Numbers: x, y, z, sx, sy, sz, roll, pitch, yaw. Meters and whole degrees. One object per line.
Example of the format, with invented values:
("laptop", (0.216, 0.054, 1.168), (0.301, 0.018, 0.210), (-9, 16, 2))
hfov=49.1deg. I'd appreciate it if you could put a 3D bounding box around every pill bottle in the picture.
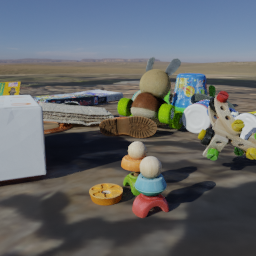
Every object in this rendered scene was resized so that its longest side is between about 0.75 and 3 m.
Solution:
("pill bottle", (3.537, -0.051, 7.531), (1.466, 0.816, 0.816), (-7, 15, -35))
("pill bottle", (2.386, -0.416, 8.858), (0.900, 0.900, 1.603), (8, 15, 29))

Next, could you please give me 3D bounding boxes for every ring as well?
("ring", (-2.861, -0.112, 9.093), (2.039, 0.196, 2.039), (0, 13, 0))

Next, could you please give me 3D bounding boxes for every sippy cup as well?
("sippy cup", (2.641, -1.496, 11.847), (1.691, 1.579, 2.154), (7, 16, 30))

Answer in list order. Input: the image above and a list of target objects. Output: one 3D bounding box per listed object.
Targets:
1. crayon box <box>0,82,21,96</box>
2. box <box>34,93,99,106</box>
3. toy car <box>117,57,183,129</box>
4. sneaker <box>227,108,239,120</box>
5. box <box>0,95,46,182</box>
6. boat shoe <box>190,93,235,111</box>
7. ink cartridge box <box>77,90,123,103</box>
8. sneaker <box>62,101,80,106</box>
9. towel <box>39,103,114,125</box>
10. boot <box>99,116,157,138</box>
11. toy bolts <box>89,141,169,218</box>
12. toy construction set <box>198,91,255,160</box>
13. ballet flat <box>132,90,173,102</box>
("crayon box", (-5.475, -0.967, 10.252), (2.928, 0.755, 1.841), (-4, 35, -14))
("box", (-2.911, -1.290, 13.329), (2.532, 0.477, 1.729), (-11, 18, -39))
("toy car", (0.906, -1.201, 8.839), (1.729, 2.104, 1.660), (12, -4, 29))
("sneaker", (3.463, -0.414, 9.516), (0.495, 0.580, 1.316), (-2, 13, -5))
("box", (-2.706, 0.071, 5.785), (1.644, 1.288, 2.643), (-5, 12, -22))
("boat shoe", (3.160, -0.847, 10.534), (1.671, 0.616, 0.536), (17, -7, 8))
("ink cartridge box", (-1.665, -1.742, 15.352), (2.015, 0.474, 1.991), (10, 18, 41))
("sneaker", (-2.597, -0.657, 10.818), (1.437, 0.525, 0.804), (-8, 17, 1))
("towel", (-1.857, -0.484, 9.648), (2.584, 0.446, 1.712), (4, 11, -16))
("boot", (0.087, -0.095, 8.226), (1.652, 0.620, 0.886), (3, 9, 17))
("toy bolts", (0.045, 0.728, 4.241), (1.133, 0.823, 1.186), (-7, 15, -28))
("toy construction set", (2.148, 0.093, 5.103), (1.778, 1.483, 1.366), (-33, 18, 54))
("ballet flat", (1.276, -1.366, 12.966), (0.972, 0.972, 2.799), (9, 16, 33))
